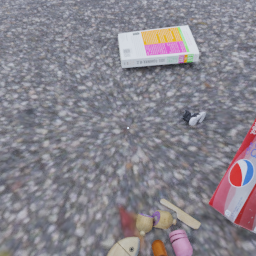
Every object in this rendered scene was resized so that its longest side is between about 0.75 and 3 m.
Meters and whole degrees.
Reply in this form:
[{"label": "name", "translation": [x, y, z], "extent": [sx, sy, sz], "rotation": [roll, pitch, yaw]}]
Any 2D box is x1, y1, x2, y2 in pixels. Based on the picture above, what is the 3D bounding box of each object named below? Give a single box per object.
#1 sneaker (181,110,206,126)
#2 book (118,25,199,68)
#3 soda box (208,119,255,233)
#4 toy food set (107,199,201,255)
[{"label": "sneaker", "translation": [1.999, -0.385, 8.616], "extent": [0.517, 0.343, 0.908], "rotation": [33, 35, 30]}, {"label": "book", "translation": [1.101, -3.129, 10.845], "extent": [2.858, 0.687, 1.909], "rotation": [-5, 46, -2]}, {"label": "soda box", "translation": [2.966, 0.778, 6.062], "extent": [0.985, 2.812, 0.892], "rotation": [29, 1, -22]}, {"label": "toy food set", "translation": [0.559, 2.565, 5.982], "extent": [1.499, 0.371, 2.358], "rotation": [30, 54, 24]}]
